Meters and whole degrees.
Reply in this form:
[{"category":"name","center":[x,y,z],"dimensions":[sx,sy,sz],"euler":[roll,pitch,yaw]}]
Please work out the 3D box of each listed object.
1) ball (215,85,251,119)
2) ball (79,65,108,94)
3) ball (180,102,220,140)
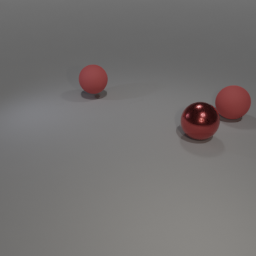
[{"category":"ball","center":[4.364,-1.069,11.669],"dimensions":[1.400,1.400,1.400],"euler":[0,29,0]},{"category":"ball","center":[-1.687,-2.370,13.624],"dimensions":[1.400,1.400,1.400],"euler":[0,29,0]},{"category":"ball","center":[2.633,-0.259,10.254],"dimensions":[1.400,1.400,1.400],"euler":[0,29,0]}]
